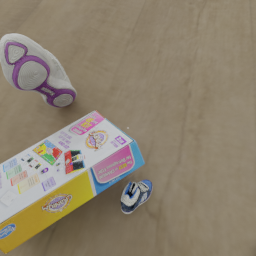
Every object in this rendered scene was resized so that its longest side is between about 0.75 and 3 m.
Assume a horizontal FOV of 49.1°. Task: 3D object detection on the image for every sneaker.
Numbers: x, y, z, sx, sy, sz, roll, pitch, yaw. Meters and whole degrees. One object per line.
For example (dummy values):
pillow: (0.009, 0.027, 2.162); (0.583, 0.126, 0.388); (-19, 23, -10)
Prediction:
sneaker: (-2.347, -1.529, 7.087); (1.073, 2.867, 1.428); (-29, 69, 2)
sneaker: (0.235, 1.345, 6.102); (0.418, 0.760, 1.038); (33, 52, 23)

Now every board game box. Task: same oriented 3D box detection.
board game box: (-1.440, 0.846, 5.859); (2.934, 0.592, 2.245); (-31, 29, -14)
